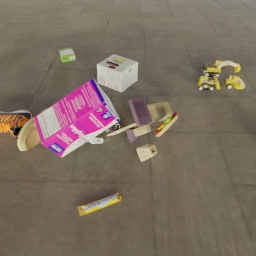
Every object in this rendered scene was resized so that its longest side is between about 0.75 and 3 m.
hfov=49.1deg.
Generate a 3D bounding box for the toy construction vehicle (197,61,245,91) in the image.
[{"bbox_3d":[4.701,-2.725,14.295,2.330,0.821,2.029,3,39,4],"label":"toy construction vehicle"}]

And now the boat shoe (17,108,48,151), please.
[{"bbox_3d":[-3.308,-0.003,10.890,0.822,0.916,2.476,7,39,18],"label":"boat shoe"}]

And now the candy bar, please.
[{"bbox_3d":[-0.864,2.333,8.638,1.380,0.153,0.344,-16,42,-18],"label":"candy bar"}]

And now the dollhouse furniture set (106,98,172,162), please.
[{"bbox_3d":[0.554,0.099,11.354,1.970,2.199,2.775,-23,-5,38],"label":"dollhouse furniture set"}]

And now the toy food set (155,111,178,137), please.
[{"bbox_3d":[1.435,-0.138,10.527,0.292,1.187,1.199,45,30,4],"label":"toy food set"}]

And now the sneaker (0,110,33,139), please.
[{"bbox_3d":[-4.821,-0.069,11.033,2.182,0.846,1.223,-15,40,-18],"label":"sneaker"}]

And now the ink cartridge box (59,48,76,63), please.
[{"bbox_3d":[-3.617,-4.346,16.618,0.800,0.410,1.082,-14,40,-15],"label":"ink cartridge box"}]

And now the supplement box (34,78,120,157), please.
[{"bbox_3d":[-1.668,-0.295,9.151,2.371,1.200,1.225,-32,55,6],"label":"supplement box"}]

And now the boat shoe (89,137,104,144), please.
[{"bbox_3d":[-1.259,0.462,10.508,0.269,0.285,0.795,-7,-6,32],"label":"boat shoe"}]

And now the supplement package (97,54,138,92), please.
[{"bbox_3d":[-0.519,-2.796,14.142,1.521,1.118,1.454,24,45,24],"label":"supplement package"}]
